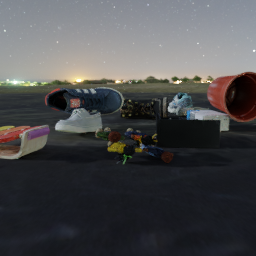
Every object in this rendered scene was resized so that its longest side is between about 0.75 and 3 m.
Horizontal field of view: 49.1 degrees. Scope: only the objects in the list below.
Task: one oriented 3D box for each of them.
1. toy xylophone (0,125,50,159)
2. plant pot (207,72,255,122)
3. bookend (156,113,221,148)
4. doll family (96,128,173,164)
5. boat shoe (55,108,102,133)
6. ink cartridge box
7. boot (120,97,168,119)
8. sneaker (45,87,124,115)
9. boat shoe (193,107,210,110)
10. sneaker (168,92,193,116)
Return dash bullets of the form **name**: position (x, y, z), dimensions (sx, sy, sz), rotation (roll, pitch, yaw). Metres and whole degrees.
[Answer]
- **toy xylophone**: position (-3.437, 0.322, 6.973), dimensions (2.769, 0.696, 2.028), rotation (1, 10, 9)
- **plant pot**: position (3.922, -1.234, 10.419), dimensions (1.743, 1.743, 1.695), rotation (-2, 13, -11)
- **bookend**: position (1.706, 0.026, 8.474), dimensions (1.738, 0.800, 1.727), rotation (1, 9, 6)
- **doll family**: position (0.192, 0.401, 6.449), dimensions (1.956, 0.767, 1.131), rotation (-1, 4, -23)
- **boat shoe**: position (-1.605, -0.275, 9.683), dimensions (0.866, 0.824, 2.405), rotation (3, 4, 29)
- **ink cartridge box**: position (3.095, -0.316, 10.956), dimensions (1.088, 0.638, 1.485), rotation (-2, 13, -10)
- **boot**: position (0.730, -0.948, 13.474), dimensions (2.239, 1.088, 2.974), rotation (1, 6, -1)
- **sneaker**: position (-1.704, -0.975, 10.618), dimensions (2.994, 1.122, 1.265), rotation (0, 9, 12)
- **boat shoe**: position (4.306, -1.006, 16.339), dimensions (1.026, 0.383, 0.476), rotation (9, 1, 27)
- **sneaker**: position (3.059, -1.418, 15.903), dimensions (1.110, 1.234, 2.859), rotation (-1, 9, -9)
